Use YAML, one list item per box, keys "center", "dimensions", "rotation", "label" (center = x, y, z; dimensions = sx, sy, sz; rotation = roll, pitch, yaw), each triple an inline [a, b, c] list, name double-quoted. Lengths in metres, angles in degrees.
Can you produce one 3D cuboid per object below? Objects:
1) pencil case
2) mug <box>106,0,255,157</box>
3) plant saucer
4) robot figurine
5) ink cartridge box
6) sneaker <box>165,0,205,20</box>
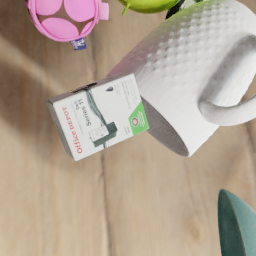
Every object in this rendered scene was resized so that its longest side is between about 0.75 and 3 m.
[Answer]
- center: [-1.297, -2.520, 5.070]
  dimensions: [1.216, 1.178, 2.596]
  rotation: [-15, 48, -15]
  label: "pencil case"
- center: [1.368, -0.955, 4.964]
  dimensions: [2.522, 2.877, 2.124]
  rotation: [-46, 124, -7]
  label: "mug"
- center: [1.724, 2.040, 4.062]
  dimensions: [0.418, 2.323, 2.323]
  rotation: [-6, 76, 8]
  label: "plant saucer"
- center: [0.444, -3.523, 5.378]
  dimensions: [2.545, 1.678, 2.901]
  rotation: [-12, 64, 39]
  label: "robot figurine"
- center: [-0.411, -0.186, 3.952]
  dimensions: [1.191, 0.495, 0.873]
  rotation: [-24, 109, -18]
  label: "ink cartridge box"
- center: [1.645, -3.116, 6.550]
  dimensions: [0.953, 1.098, 2.479]
  rotation: [33, 94, 7]
  label: "sneaker"
